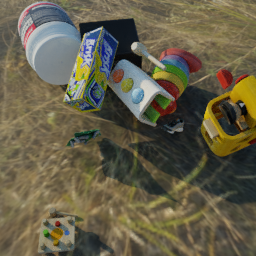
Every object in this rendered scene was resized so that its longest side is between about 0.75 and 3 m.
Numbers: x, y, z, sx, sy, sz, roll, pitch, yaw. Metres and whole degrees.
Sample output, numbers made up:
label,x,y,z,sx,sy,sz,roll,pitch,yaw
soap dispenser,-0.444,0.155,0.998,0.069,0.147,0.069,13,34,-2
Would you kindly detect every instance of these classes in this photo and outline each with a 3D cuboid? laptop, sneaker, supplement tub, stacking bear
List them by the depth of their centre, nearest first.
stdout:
label,x,y,z,sx,sy,sz,roll,pitch,yaw
sneaker,1.215,-0.071,7.592,0.336,0.360,0.908,29,25,34
stacking bear,1.212,-1.276,8.488,1.228,1.311,2.159,35,58,-17
laptop,-0.542,-2.350,9.106,1.801,1.923,1.114,-9,40,-9
supplement tub,-2.594,-2.939,9.625,1.944,1.944,2.770,-17,47,-16

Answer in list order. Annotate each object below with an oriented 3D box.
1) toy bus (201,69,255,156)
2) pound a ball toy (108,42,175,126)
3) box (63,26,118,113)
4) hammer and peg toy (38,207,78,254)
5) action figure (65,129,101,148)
label,x,y,z,sx,sy,sz,roll,pitch,yaw
toy bus,2.380,-0.194,6.405,1.265,2.448,2.310,-25,22,-1
pound a ball toy,0.305,-1.369,7.694,0.998,1.532,2.349,20,23,-41
box,-0.980,-1.595,7.691,0.790,0.725,2.256,-5,64,39
hammer and peg toy,-1.398,2.006,5.658,0.717,0.344,0.975,-4,44,-4
action figure,-1.046,0.234,7.261,0.305,0.658,1.114,59,31,7
